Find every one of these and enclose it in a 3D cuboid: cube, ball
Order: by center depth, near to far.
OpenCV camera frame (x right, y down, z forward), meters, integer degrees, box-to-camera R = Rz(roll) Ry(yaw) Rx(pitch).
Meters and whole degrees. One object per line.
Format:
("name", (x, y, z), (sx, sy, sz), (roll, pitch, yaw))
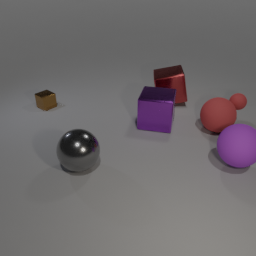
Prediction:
("ball", (3.587, 0.564, 9.004), (1.400, 1.400, 1.400), (0, 31, 0))
("ball", (-1.611, 0.722, 9.111), (1.400, 1.400, 1.400), (0, 31, 0))
("ball", (3.602, -0.523, 11.201), (1.400, 1.400, 1.400), (0, 31, 0))
("ball", (4.574, -1.097, 11.645), (0.700, 0.700, 0.700), (0, 31, 0))
("cube", (1.204, -0.791, 11.653), (1.400, 1.400, 1.400), (7, 32, 12))
("cube", (-3.869, -1.308, 13.217), (0.700, 0.700, 0.700), (25, 39, 34))
("cube", (2.023, -2.060, 13.512), (1.400, 1.400, 1.400), (-9, 30, 9))
